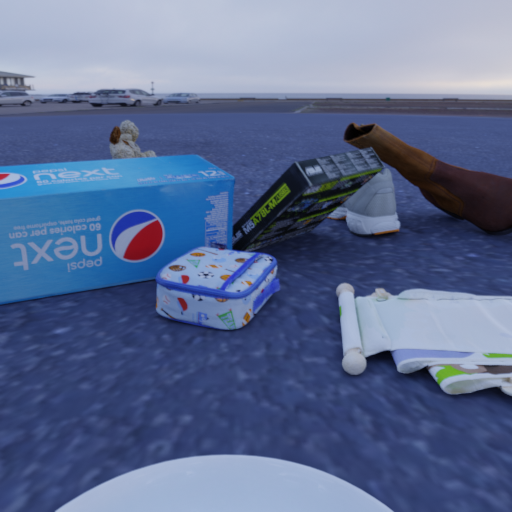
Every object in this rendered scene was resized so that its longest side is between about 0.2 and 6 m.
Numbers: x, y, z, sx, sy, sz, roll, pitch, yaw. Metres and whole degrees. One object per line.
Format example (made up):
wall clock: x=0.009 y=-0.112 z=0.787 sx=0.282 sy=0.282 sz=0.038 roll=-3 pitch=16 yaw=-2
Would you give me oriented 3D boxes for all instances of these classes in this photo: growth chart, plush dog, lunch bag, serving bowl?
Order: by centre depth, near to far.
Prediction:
serving bowl: x=-0.171 y=1.803 z=2.398 sx=2.123 sy=0.698 sz=2.123 roll=1 pitch=17 yaw=0
growth chart: x=2.517 y=0.877 z=5.982 sx=3.447 sy=0.306 sz=2.494 roll=4 pitch=19 yaw=11
lunch bag: x=-0.431 y=0.342 z=7.175 sx=1.333 sy=0.629 sz=1.664 roll=7 pitch=20 yaw=17
plush dog: x=-3.995 y=-3.131 z=17.106 sx=1.424 sy=1.775 sz=1.524 roll=-33 pitch=7 yaw=4

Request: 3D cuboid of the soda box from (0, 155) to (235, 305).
soda box: x=-2.683 y=-0.440 z=7.933 sx=4.604 sy=1.477 sz=1.562 roll=-8 pitch=26 yaw=-26

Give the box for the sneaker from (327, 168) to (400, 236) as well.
sneaker: x=2.000 y=-1.396 z=11.340 sx=1.147 sy=1.393 sz=3.029 roll=-6 pitch=18 yaw=-17

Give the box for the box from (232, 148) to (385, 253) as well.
box: x=0.786 y=-0.893 z=9.242 sx=2.142 sy=0.509 sz=2.069 roll=-20 pitch=-19 yaw=-45

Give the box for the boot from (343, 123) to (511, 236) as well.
boot: x=3.344 y=-1.661 z=10.291 sx=3.054 sy=1.046 sz=2.875 roll=30 pitch=9 yaw=-19
